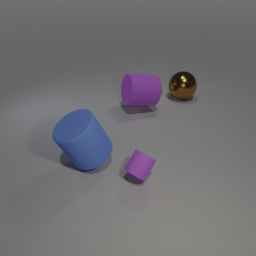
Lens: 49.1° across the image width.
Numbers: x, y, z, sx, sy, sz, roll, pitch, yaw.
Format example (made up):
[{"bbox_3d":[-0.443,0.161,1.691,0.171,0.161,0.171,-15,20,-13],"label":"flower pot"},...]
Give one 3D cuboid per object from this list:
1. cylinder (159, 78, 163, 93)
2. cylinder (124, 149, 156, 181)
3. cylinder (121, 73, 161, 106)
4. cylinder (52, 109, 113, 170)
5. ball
[{"bbox_3d":[1.416,-2.168,14.650,0.700,0.700,0.700,-10,26,5],"label":"cylinder"},{"bbox_3d":[0.361,1.093,8.310,0.700,0.700,0.700,30,-3,2],"label":"cylinder"},{"bbox_3d":[0.568,-1.697,12.549,1.400,1.400,1.400,-1,27,-22],"label":"cylinder"},{"bbox_3d":[-1.390,0.365,8.757,1.400,1.400,1.400,-17,41,16],"label":"cylinder"},{"bbox_3d":[2.719,-2.108,13.916,1.400,1.400,1.400,0,29,0],"label":"ball"}]
